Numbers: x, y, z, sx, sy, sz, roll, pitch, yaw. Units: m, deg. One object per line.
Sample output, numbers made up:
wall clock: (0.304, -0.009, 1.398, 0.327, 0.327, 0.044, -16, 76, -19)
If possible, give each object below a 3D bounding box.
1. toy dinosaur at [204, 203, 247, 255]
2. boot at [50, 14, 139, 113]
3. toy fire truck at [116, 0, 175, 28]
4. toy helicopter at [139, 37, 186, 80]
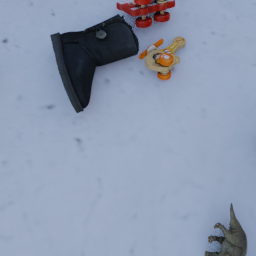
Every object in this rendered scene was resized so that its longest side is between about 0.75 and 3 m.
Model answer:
toy dinosaur: (2.284, 2.641, 6.202, 0.933, 0.702, 1.824, 17, 58, -7)
boot: (-0.785, -1.989, 8.008, 2.418, 1.099, 2.878, -18, 60, -4)
toy fire truck: (0.599, -3.998, 9.052, 1.646, 0.923, 1.382, -22, 45, -17)
toy helicopter: (1.134, -2.311, 8.543, 1.171, 0.699, 1.771, 30, 57, 23)
